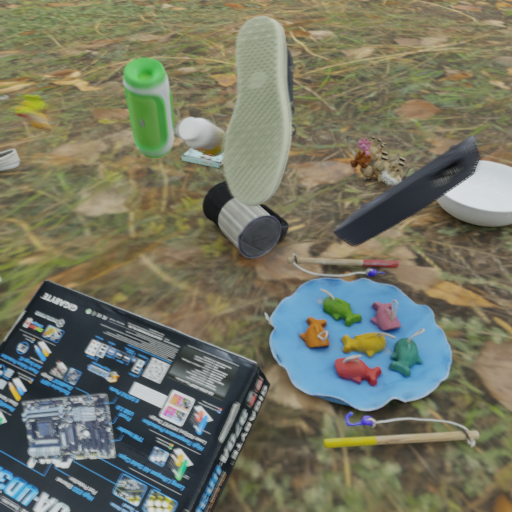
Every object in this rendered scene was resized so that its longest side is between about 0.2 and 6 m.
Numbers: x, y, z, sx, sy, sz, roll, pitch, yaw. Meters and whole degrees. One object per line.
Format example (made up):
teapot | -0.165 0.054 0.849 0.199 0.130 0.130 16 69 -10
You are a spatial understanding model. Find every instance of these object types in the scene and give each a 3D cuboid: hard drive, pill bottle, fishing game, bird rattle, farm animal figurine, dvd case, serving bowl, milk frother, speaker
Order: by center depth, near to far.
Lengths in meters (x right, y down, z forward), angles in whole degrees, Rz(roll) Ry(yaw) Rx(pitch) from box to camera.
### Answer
speaker | -1.619 -2.211 8.541 0.670 1.514 0.670 1 56 -2
bird rattle | -3.634 -2.252 9.124 0.456 0.659 0.809 -48 16 -19
hard drive | 2.569 -1.046 9.386 0.523 2.471 1.667 55 30 -1
fishing game | 1.756 1.256 9.636 3.212 0.697 4.485 2 37 -2
pill bottle | -0.986 -2.201 10.304 0.552 0.552 0.994 20 4 25
milk frother | -0.087 -1.171 11.928 1.590 1.762 1.657 -17 41 -27
serving bowl | 5.224 -1.348 12.957 2.331 0.767 2.331 -1 37 0
farm animal figurine | 3.102 -2.286 14.264 1.542 0.813 1.560 30 38 16
dvd case | -1.203 -2.931 15.546 1.137 0.171 1.557 15 40 18

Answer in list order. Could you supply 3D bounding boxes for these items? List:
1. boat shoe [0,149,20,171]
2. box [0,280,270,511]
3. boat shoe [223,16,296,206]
boat shoe | -6.984 -2.439 14.624 1.494 0.491 0.538 -17 40 -21
box | -2.063 2.184 7.327 3.667 0.844 2.915 17 65 22
boat shoe | 0.134 -2.460 9.819 1.214 3.255 1.013 0 -6 21
